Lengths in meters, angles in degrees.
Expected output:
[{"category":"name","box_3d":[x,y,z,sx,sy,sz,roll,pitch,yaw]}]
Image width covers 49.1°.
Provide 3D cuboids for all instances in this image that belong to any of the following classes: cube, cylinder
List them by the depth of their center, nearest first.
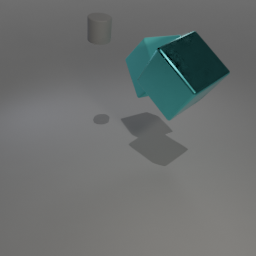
[{"category":"cube","box_3d":[1.356,-1.303,7.115,1.400,1.400,1.400,-32,80,-29]},{"category":"cylinder","box_3d":[-0.830,-2.892,8.159,0.700,0.700,0.700,4,40,-4]},{"category":"cube","box_3d":[0.975,-1.922,8.842,1.400,1.400,1.400,-14,-7,-28]}]
